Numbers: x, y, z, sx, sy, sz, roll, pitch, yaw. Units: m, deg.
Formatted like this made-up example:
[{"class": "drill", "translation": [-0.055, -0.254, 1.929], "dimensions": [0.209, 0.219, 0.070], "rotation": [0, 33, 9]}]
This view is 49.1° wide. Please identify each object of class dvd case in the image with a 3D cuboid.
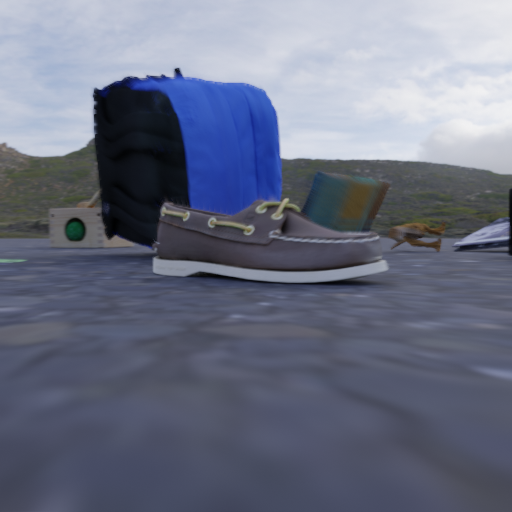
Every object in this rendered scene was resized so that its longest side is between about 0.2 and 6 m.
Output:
[{"class": "dvd case", "translation": [5.663, -0.573, 12.434], "dimensions": [2.232, 0.178, 1.659], "rotation": [-24, 10, -37]}]

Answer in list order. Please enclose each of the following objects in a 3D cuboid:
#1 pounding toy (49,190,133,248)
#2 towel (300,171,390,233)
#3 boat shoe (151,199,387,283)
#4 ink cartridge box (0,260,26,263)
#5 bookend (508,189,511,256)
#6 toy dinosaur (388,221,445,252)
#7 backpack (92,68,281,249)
[{"class": "pounding toy", "translation": [-4.623, -1.008, 15.850], "dimensions": [2.024, 1.563, 2.198], "rotation": [0, 2, 17]}, {"class": "towel", "translation": [1.638, -0.792, 11.018], "dimensions": [2.274, 1.667, 0.247], "rotation": [-2, 31, -45]}, {"class": "boat shoe", "translation": [0.006, -0.152, 4.928], "dimensions": [2.350, 0.699, 0.844], "rotation": [2, 3, 38]}, {"class": "ink cartridge box", "translation": [-3.872, -0.035, 7.869], "dimensions": [1.126, 0.270, 0.819], "rotation": [-2, 2, -6]}, {"class": "bookend", "translation": [5.377, -0.502, 8.074], "dimensions": [2.525, 1.163, 2.509], "rotation": [1, 2, 5]}, {"class": "toy dinosaur", "translation": [3.493, -0.487, 12.435], "dimensions": [1.262, 0.718, 2.375], "rotation": [10, -2, 23]}, {"class": "backpack", "translation": [-1.018, -1.721, 9.699], "dimensions": [3.107, 3.008, 3.702], "rotation": [-16, 19, -26]}]
